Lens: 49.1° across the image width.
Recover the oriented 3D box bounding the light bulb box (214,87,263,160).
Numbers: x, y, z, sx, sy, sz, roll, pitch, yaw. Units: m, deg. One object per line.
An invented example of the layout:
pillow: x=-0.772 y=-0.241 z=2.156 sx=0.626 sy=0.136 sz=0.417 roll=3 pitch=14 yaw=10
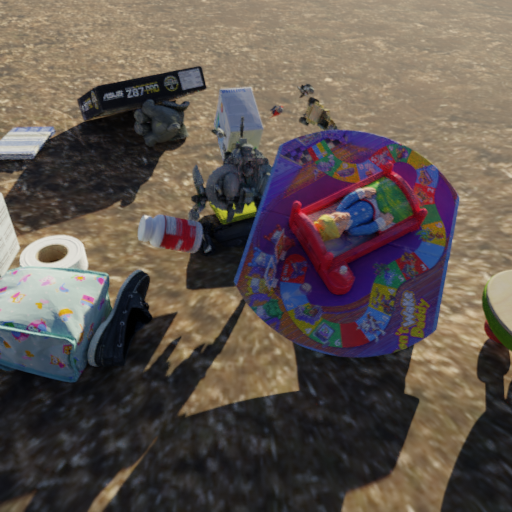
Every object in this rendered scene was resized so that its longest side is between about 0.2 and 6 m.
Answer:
light bulb box: x=-0.402 y=-2.793 z=12.101 sx=0.736 sy=1.169 sz=1.179 roll=-7 pitch=64 yaw=-15

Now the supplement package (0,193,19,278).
supplement package: x=-5.725 y=-0.405 z=11.186 sx=1.363 sy=1.425 sz=1.048 roll=2 pitch=39 yaw=1

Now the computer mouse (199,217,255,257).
computer mouse: x=-0.396 y=-0.521 z=12.089 sx=1.729 sy=0.456 sz=1.197 roll=-3 pitch=36 yaw=-5

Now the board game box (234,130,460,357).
board game box: x=1.744 y=-0.536 z=9.856 sx=3.589 sy=0.884 sz=4.543 roll=16 pitch=69 yaw=6

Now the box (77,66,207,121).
box: x=-3.374 y=-4.729 z=16.383 sx=3.175 sy=0.780 sz=2.559 roll=-21 pitch=14 yaw=-24

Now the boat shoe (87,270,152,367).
boat shoe: x=-2.188 y=1.090 z=9.843 sx=0.685 sy=0.772 sz=2.067 roll=10 pitch=41 yaw=11

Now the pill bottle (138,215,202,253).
pill bottle: x=-1.640 y=-0.436 z=10.663 sx=1.116 sy=0.627 sz=0.627 roll=10 pitch=33 yaw=-25

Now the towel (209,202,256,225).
towel: x=0.734 y=-1.463 z=12.814 sx=3.521 sy=0.318 sz=1.515 roll=-15 pitch=25 yaw=-12

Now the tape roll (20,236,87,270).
tape roll: x=-4.085 y=0.119 z=11.319 sx=1.260 sy=0.441 sz=1.260 roll=0 pitch=39 yaw=0

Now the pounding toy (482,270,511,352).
pounding toy: x=4.761 y=1.392 z=9.340 sx=2.494 sy=1.157 sz=1.925 roll=19 pitch=43 yaw=2

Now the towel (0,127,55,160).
towel: x=-6.502 y=-3.150 z=15.612 sx=1.323 sy=0.214 sz=1.801 roll=0 pitch=37 yaw=4

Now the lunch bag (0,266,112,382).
lunch bag: x=-3.715 y=1.046 z=9.535 sx=2.037 sy=1.242 sz=1.735 roll=9 pitch=40 yaw=2

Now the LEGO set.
LEGO set: x=0.154 y=-1.812 z=10.974 sx=2.349 sy=3.617 sz=1.025 roll=32 pitch=5 yaw=-27

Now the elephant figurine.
elephant figurine: x=-2.415 y=-3.906 z=15.799 sx=1.476 sy=1.346 sz=1.902 roll=51 pitch=39 yaw=3
